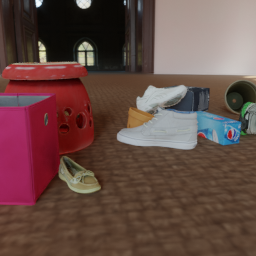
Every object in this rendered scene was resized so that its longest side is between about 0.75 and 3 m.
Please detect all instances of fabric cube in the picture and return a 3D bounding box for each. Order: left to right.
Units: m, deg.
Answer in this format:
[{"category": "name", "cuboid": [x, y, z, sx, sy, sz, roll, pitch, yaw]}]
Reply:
[{"category": "fabric cube", "cuboid": [-2.633, 0.313, 5.970, 1.930, 1.924, 1.894, 0, 13, 2]}]

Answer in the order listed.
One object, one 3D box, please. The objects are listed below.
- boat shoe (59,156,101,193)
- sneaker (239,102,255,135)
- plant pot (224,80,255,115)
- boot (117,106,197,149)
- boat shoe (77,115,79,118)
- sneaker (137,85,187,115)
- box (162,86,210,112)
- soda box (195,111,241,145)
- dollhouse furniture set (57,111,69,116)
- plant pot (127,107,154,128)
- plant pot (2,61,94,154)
[{"category": "boat shoe", "cuboid": [-1.106, 1.016, 6.157, 0.522, 0.450, 1.431, -10, 18, -35]}, {"category": "sneaker", "cuboid": [5.020, -0.329, 10.014, 2.954, 1.153, 1.258, -9, 17, -34]}, {"category": "plant pot", "cuboid": [5.488, -1.452, 13.958, 1.659, 1.659, 1.439, 1, -1, 5]}, {"category": "boot", "cuboid": [0.905, -0.094, 8.900, 2.582, 1.234, 0.950, 4, 15, 13]}, {"category": "boat shoe", "cuboid": [-2.121, -0.305, 11.543, 0.487, 0.458, 1.279, -13, 6, 6]}, {"category": "sneaker", "cuboid": [1.354, -1.451, 12.357, 2.466, 1.225, 0.961, -23, -20, 21]}, {"category": "box", "cuboid": [2.757, -1.404, 14.077, 2.015, 1.249, 1.980, 11, 20, 36]}, {"category": "soda box", "cuboid": [2.892, -0.057, 9.788, 0.684, 0.723, 2.131, -6, 15, -22]}, {"category": "dollhouse furniture set", "cuboid": [-3.671, -1.048, 11.732, 2.588, 1.684, 2.378, 6, 15, 23]}, {"category": "plant pot", "cuboid": [0.416, -0.215, 10.033, 1.035, 0.724, 1.035, 21, 12, -5]}, {"category": "plant pot", "cuboid": [-2.571, -0.749, 8.871, 2.859, 2.604, 2.859, -2, 15, 1]}]
